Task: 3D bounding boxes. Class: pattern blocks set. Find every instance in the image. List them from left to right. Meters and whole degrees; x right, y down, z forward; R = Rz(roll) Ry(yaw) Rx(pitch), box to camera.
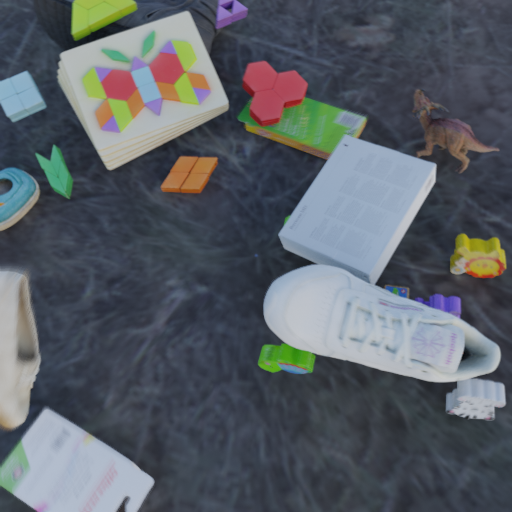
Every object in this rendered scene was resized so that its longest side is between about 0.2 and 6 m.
[{"bbox_3d":[-1.803,-2.788,9.223,4.404,0.357,3.871,-37,84,-9],"label":"pattern blocks set"}]

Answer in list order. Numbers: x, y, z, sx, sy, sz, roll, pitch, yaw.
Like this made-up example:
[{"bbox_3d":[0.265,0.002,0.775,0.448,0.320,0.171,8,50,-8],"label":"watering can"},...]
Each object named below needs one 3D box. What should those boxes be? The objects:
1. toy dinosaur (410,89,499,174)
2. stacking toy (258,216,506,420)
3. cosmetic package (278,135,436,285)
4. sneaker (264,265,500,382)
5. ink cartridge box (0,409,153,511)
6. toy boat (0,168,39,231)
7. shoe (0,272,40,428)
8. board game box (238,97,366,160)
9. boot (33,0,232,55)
[{"bbox_3d":[3.078,-2.009,9.000,1.564,1.060,0.671,26,54,30],"label":"toy dinosaur"},{"bbox_3d":[1.791,0.725,7.752,3.250,0.764,2.450,9,57,9],"label":"stacking toy"},{"bbox_3d":[1.422,-0.672,7.834,1.433,0.491,1.900,27,73,25],"label":"cosmetic package"},{"bbox_3d":[1.500,0.773,6.443,2.867,1.428,1.073,16,83,-20],"label":"sneaker"},{"bbox_3d":[-2.090,2.695,6.675,1.670,0.562,0.978,26,64,16],"label":"ink cartridge box"},{"bbox_3d":[-4.249,-1.037,8.731,1.498,0.696,1.259,32,66,16],"label":"toy boat"},{"bbox_3d":[-2.904,1.114,6.666,0.513,0.672,1.923,-5,97,3],"label":"shoe"},{"bbox_3d":[0.761,-2.299,9.645,2.009,0.301,0.960,25,66,14],"label":"board game box"},{"bbox_3d":[-2.210,-4.550,10.594,3.331,1.163,2.193,21,60,-1],"label":"boot"}]
